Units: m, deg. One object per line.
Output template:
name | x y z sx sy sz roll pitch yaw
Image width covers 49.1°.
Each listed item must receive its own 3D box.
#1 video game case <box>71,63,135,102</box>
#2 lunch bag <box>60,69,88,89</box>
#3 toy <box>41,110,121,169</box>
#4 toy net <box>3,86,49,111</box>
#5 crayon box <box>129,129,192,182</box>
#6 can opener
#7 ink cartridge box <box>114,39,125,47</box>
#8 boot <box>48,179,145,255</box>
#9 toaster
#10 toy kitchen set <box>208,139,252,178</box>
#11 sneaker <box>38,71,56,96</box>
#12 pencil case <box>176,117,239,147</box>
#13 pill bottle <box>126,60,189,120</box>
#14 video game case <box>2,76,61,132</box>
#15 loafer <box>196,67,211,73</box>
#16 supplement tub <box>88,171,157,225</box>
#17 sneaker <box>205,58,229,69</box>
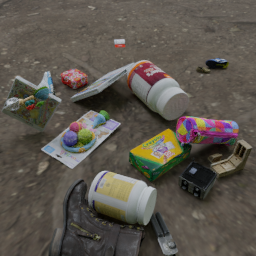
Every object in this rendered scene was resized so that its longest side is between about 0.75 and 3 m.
video game case | -1.141 -2.179 13.281 2.052 0.258 2.866 -10 25 46
lunch bag | -2.807 -2.502 14.268 1.139 0.530 1.293 -33 50 -33
toy | -1.810 0.145 11.009 1.673 0.686 2.905 25 46 27
toy net | -3.328 -0.865 9.053 1.731 0.908 0.334 -25 82 -51
crayon box | 1.174 0.925 10.108 2.017 0.588 1.198 -28 50 -30
can opener | 0.972 3.034 7.872 0.391 0.491 1.467 -10 28 -10
ink cartridge box | -0.531 -5.479 18.084 0.674 0.237 0.829 -4 36 -4
boot | -0.711 2.780 7.827 2.393 0.951 2.748 7 47 3
toaster | 2.291 1.679 9.218 0.966 0.634 1.068 27 47 28
toy kitchen set | 3.400 0.929 9.771 1.177 1.062 0.960 -14 41 -22
sneaker | -4.074 -2.073 13.634 0.890 0.770 2.055 -15 42 -9
pencil case | 2.921 0.145 10.243 2.463 1.089 1.089 1 36 -29
pill bottle | 1.273 -1.706 12.475 1.626 1.626 2.969 -20 44 -22
video game case | -3.697 -0.835 10.643 1.745 1.917 0.219 29 38 -16
loafer | 4.109 -3.174 15.277 0.791 0.267 0.301 9 41 10
supplement tub | -0.145 2.047 8.204 1.722 1.252 1.252 13 42 21
sneaker | 4.945 -3.644 15.705 1.311 0.485 0.539 3 37 -7
